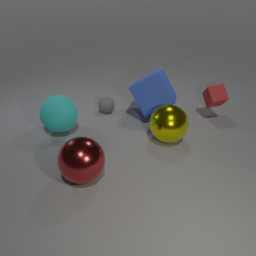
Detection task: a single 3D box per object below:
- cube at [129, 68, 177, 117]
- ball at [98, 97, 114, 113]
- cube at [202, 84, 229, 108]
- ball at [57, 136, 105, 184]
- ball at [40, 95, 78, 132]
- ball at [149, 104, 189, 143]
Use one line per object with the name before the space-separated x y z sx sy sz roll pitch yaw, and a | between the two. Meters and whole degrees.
cube | 1.070 -1.488 11.578 1.400 1.400 1.400 -26 11 18
ball | -0.942 -1.009 12.243 0.700 0.700 0.700 0 31 0
cube | 3.562 -1.307 11.457 0.700 0.700 0.700 -11 75 -8
ball | -1.376 0.949 8.303 1.400 1.400 1.400 0 31 0
ball | -2.619 -0.537 10.612 1.400 1.400 1.400 0 31 0
ball | 1.480 -0.159 10.133 1.400 1.400 1.400 0 31 0
